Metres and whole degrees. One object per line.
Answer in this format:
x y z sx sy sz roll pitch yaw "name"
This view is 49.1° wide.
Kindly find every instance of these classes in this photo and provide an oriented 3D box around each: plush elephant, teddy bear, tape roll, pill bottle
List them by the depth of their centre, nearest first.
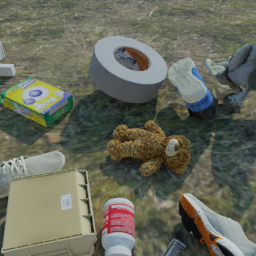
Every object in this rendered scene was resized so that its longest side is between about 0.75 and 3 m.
-0.218 2.361 6.442 0.745 0.745 1.327 0 40 0 "pill bottle"
0.618 0.532 8.505 2.571 0.858 1.864 24 48 26 "teddy bear"
4.178 -2.162 10.377 2.655 2.187 2.056 -51 34 7 "plush elephant"
0.018 -2.363 11.056 2.989 0.987 2.989 12 46 -13 "tape roll"

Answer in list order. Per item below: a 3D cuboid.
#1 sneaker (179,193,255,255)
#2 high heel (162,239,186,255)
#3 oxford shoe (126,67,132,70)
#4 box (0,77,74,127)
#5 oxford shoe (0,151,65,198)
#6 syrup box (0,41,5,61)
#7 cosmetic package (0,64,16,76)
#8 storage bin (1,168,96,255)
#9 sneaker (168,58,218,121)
2.074 2.330 6.602 0.952 0.784 2.070 -15 47 -32 "sneaker"
1.326 3.375 5.393 2.124 0.758 1.514 28 56 29 "high heel"
0.085 -2.663 12.511 1.329 0.474 0.474 -14 44 -14 "oxford shoe"
-3.537 -1.113 10.594 2.620 0.634 1.537 21 45 25 "box"
-3.100 1.235 7.725 2.812 0.812 1.057 -18 41 -23 "oxford shoe"
-6.690 -3.208 12.807 0.871 0.901 2.212 9 43 10 "syrup box"
-5.486 -2.567 12.397 0.849 0.457 0.360 2 39 0 "cosmetic package"
-1.828 2.066 6.677 1.945 0.918 1.959 -8 41 -10 "storage bin"
2.398 -1.358 10.282 1.110 1.609 2.892 -30 32 13 "sneaker"
